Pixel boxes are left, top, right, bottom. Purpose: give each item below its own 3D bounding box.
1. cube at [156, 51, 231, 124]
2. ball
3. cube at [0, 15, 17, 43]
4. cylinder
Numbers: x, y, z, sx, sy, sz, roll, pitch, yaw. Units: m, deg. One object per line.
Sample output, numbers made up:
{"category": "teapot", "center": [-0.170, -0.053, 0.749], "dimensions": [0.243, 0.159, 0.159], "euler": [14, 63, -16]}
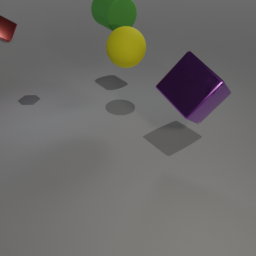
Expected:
{"category": "cube", "center": [1.964, -1.143, 8.340], "dimensions": [1.400, 1.400, 1.400], "euler": [51, 18, 23]}
{"category": "ball", "center": [-0.070, -2.822, 9.814], "dimensions": [1.400, 1.400, 1.400], "euler": [0, 32, 0]}
{"category": "cube", "center": [-4.481, -3.508, 9.949], "dimensions": [0.700, 0.700, 0.700], "euler": [20, -1, -39]}
{"category": "cylinder", "center": [-0.589, -4.813, 11.581], "dimensions": [1.400, 1.400, 1.400], "euler": [-20, 43, -29]}
